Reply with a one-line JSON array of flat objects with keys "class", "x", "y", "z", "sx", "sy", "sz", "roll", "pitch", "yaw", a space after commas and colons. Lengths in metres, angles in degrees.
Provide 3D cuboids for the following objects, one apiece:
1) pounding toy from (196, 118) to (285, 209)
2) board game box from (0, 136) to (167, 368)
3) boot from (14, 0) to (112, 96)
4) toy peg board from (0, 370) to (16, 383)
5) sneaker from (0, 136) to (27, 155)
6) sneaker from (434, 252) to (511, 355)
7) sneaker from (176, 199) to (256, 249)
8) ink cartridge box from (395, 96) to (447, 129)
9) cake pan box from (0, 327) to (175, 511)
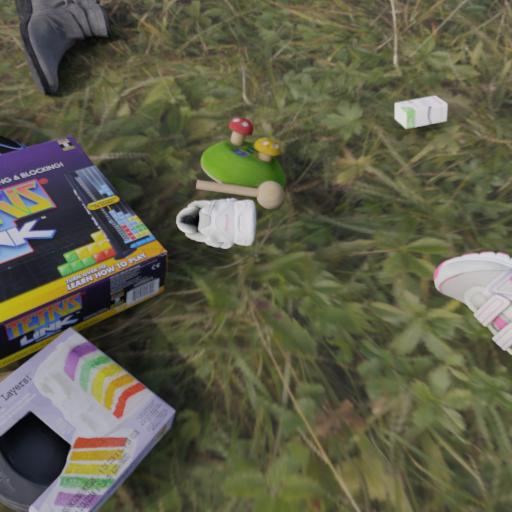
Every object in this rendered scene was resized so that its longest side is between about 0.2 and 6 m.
[{"class": "pounding toy", "x": -0.116, "y": -1.639, "z": 9.207, "sx": 1.489, "sy": 0.895, "sz": 1.929, "roll": 17, "pitch": 29, "yaw": -7}, {"class": "board game box", "x": -3.712, "y": -0.064, "z": 8.205, "sx": 3.763, "sy": 1.067, "sz": 3.110, "roll": -26, "pitch": 60, "yaw": -31}, {"class": "boot", "x": -3.919, "y": -4.621, "z": 11.745, "sx": 1.872, "sy": 0.993, "sz": 2.844, "roll": -13, "pitch": 62, "yaw": -15}, {"class": "toy peg board", "x": -3.520, "y": 2.468, "z": 7.343, "sx": 1.611, "sy": 0.791, "sz": 1.618, "roll": -7, "pitch": 54, "yaw": -23}, {"class": "sneaker", "x": -5.364, "y": -1.979, "z": 9.888, "sx": 2.893, "sy": 1.127, "sz": 1.015, "roll": 8, "pitch": 57, "yaw": 6}, {"class": "sneaker", "x": 3.794, "y": 0.820, "z": 8.150, "sx": 2.520, "sy": 1.025, "sz": 1.112, "roll": 22, "pitch": 58, "yaw": 14}, {"class": "sneaker", "x": -0.601, "y": -0.457, "z": 7.090, "sx": 0.859, "sy": 1.728, "sz": 0.673, "roll": 4, "pitch": 87, "yaw": -17}, {"class": "ink cartridge box", "x": 3.085, "y": -2.698, "z": 10.507, "sx": 0.804, "sy": 0.338, "sz": 0.585, "roll": -11, "pitch": 34, "yaw": -3}, {"class": "cake pan box", "x": -2.414, "y": 2.189, "z": 7.053, "sx": 1.950, "sy": 0.554, "sz": 2.117, "roll": 35, "pitch": 45, "yaw": 12}]
